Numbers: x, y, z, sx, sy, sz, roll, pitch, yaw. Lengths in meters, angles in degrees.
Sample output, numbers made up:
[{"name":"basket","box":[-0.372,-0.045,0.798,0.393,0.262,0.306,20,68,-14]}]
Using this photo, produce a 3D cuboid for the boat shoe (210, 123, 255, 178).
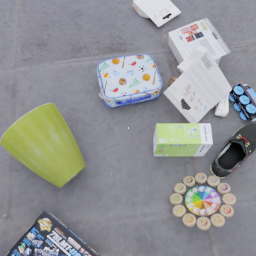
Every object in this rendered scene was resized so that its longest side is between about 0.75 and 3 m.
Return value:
[{"name":"boat shoe","box":[4.226,0.756,10.614,1.013,0.867,2.768,42,71,18]}]

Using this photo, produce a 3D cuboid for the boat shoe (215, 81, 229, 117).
[{"name":"boat shoe","box":[3.840,-1.290,11.639,0.588,0.600,1.696,6,67,2]}]

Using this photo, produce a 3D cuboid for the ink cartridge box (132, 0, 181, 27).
[{"name":"ink cartridge box","box":[1.408,-5.862,13.817,1.561,0.483,1.925,-37,79,-16]}]

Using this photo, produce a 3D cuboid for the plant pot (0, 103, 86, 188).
[{"name":"plant pot","box":[-2.756,0.810,10.023,2.343,2.343,2.504,-40,87,-16]}]

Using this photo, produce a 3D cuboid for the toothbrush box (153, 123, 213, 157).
[{"name":"toothbrush box","box":[1.967,0.475,10.407,1.948,1.419,0.839,1,66,1]}]

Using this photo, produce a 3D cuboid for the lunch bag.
[{"name":"lunch bag","box":[0.009,-1.926,11.724,2.655,1.003,2.127,-13,69,-7]}]

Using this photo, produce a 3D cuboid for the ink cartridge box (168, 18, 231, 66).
[{"name":"ink cartridge box","box":[3.081,-3.492,12.321,1.909,0.912,2.175,-22,68,-1]}]

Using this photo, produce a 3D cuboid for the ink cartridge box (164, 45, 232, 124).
[{"name":"ink cartridge box","box":[2.601,-1.507,10.646,2.145,2.434,0.544,-44,40,6]}]

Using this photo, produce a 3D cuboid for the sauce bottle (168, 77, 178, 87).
[{"name":"sauce bottle","box":[2.350,-1.641,11.576,1.463,0.483,0.483,23,66,-15]}]

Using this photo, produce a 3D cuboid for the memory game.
[{"name":"memory game","box":[2.563,2.474,9.700,2.238,0.143,2.238,-9,42,8]}]

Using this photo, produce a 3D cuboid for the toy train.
[{"name":"toy train","box":[4.912,-1.087,11.502,1.010,0.766,1.767,-16,65,-17]}]

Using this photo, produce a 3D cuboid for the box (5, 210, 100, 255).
[{"name":"box","box":[-2.592,4.508,9.049,2.622,0.651,2.602,34,70,14]}]
